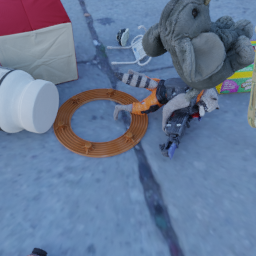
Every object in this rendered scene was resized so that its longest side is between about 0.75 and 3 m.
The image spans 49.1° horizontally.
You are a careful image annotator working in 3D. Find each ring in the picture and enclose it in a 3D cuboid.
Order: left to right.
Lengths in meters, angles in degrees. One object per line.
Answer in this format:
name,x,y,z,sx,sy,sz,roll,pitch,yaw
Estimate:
ring,-0.762,-0.300,7.896,2.673,0.256,2.673,0,48,0

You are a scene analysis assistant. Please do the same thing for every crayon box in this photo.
crayon box,3.825,-2.070,9.222,2.328,0.679,2.009,-5,49,-5

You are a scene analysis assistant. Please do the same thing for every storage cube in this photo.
storage cube,-2.955,-2.749,8.677,2.184,2.555,2.297,-17,56,-16

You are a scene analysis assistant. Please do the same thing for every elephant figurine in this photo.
elephant figurine,1.189,-1.827,5.558,2.618,1.852,2.031,6,80,-43

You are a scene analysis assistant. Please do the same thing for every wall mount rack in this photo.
wall mount rack,0.119,-2.835,10.001,1.552,0.666,1.786,-31,45,17

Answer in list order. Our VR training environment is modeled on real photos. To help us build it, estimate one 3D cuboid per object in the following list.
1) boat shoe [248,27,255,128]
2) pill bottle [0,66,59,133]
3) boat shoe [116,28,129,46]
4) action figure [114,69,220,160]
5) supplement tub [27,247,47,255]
boat shoe,1.283,-0.583,2.499,0.457,1.248,0.391,1,8,-26
pill bottle,-3.436,-0.799,7.400,2.857,1.663,1.663,12,49,11
boat shoe,-0.246,-3.420,10.580,0.404,0.506,1.338,4,30,8
action figure,0.979,-0.672,7.444,2.789,1.508,2.883,4,44,18
supplement tub,-1.765,2.621,5.097,0.424,0.424,0.793,11,48,10
